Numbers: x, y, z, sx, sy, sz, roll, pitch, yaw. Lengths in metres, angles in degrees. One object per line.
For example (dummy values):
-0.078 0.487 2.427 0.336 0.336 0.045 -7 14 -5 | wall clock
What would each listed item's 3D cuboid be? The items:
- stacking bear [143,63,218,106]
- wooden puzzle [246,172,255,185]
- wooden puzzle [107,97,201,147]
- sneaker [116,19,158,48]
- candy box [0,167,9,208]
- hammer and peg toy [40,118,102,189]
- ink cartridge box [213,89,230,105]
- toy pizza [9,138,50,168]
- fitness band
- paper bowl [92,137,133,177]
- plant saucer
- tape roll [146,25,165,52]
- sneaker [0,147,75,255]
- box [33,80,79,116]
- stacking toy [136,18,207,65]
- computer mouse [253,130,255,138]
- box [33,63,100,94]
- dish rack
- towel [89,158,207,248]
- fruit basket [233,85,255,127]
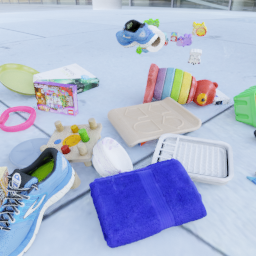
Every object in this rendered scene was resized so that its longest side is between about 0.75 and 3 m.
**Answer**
2.309 -1.714 12.123 2.974 1.806 1.691 12 32 5 | stacking bear
4.176 1.419 7.783 1.471 0.172 0.992 -9 30 -16 | wooden puzzle
0.877 -0.190 10.296 2.726 0.631 2.525 -15 32 -17 | wooden puzzle
0.084 -1.658 4.798 0.392 0.445 0.997 -49 34 -15 | sneaker
-3.265 1.570 6.992 0.318 0.663 1.148 -3 29 -5 | candy box
-1.745 0.631 8.012 1.645 0.789 2.236 -4 39 15 | hammer and peg toy
4.002 -1.494 12.926 0.742 0.292 1.492 -6 31 -10 | ink cartridge box
-2.868 0.816 8.783 1.619 0.256 1.619 1 30 -1 | toy pizza
-4.280 -0.371 10.905 1.266 0.330 1.763 0 30 -6 | fitness band
-0.484 0.930 7.778 0.649 1.248 1.248 -39 24 17 | paper bowl
-4.975 -2.236 13.200 2.362 0.367 2.362 21 34 -15 | plant saucer
0.854 -3.165 9.932 0.782 0.782 0.537 -14 45 -23 | tape roll
-2.355 1.558 6.041 1.153 1.309 2.936 13 49 23 | sneaker
-2.929 -1.223 11.446 1.816 1.243 0.355 10 30 17 | box
1.954 -3.903 12.457 2.968 0.697 2.238 8 54 10 | stacking toy
5.199 0.593 9.189 2.190 0.373 0.642 27 21 32 | computer mouse
-2.970 -2.312 13.736 1.901 0.479 2.634 36 44 24 | box
1.903 0.944 8.264 2.219 0.483 1.904 8 32 14 | dish rack
0.420 1.600 6.574 2.422 0.600 1.789 -15 44 -15 | towel
5.447 -0.860 10.661 2.308 1.664 2.308 -12 16 4 | fruit basket
